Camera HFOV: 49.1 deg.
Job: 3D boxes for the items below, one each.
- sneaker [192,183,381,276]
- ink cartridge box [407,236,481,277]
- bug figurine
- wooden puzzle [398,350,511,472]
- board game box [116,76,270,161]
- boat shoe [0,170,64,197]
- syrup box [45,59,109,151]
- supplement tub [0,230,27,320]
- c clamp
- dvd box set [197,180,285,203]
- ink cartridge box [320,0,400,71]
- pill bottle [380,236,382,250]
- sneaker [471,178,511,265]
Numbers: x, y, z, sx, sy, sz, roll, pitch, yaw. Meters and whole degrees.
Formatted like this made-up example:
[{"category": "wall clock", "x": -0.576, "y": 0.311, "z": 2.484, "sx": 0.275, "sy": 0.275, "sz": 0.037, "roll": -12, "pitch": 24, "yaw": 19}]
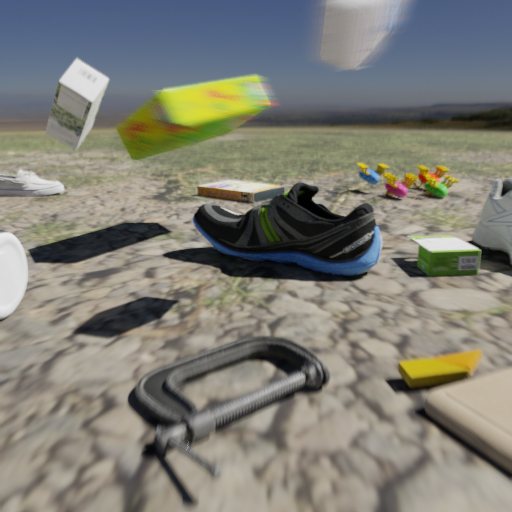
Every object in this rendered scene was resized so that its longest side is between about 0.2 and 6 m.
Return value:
[{"category": "sneaker", "x": 0.498, "y": -0.599, "z": 9.775, "sx": 3.459, "sy": 1.433, "sz": 1.226, "roll": 9, "pitch": 17, "yaw": 27}, {"category": "ink cartridge box", "x": 3.182, "y": -0.029, "z": 9.628, "sx": 0.853, "sy": 0.437, "sz": 1.154, "roll": -2, "pitch": 15, "yaw": -4}, {"category": "bug figurine", "x": 4.462, "y": -2.193, "z": 16.555, "sx": 2.886, "sy": 0.743, "sz": 2.238, "roll": 1, "pitch": 22, "yaw": -12}, {"category": "wooden puzzle", "x": 2.473, "y": 1.428, "z": 4.979, "sx": 1.586, "sy": 0.275, "sz": 2.351, "roll": -10, "pitch": 18, "yaw": -17}, {"category": "board game box", "x": -1.154, "y": -2.772, "z": 11.088, "sx": 1.480, "sy": 0.694, "sz": 2.913, "roll": -24, "pitch": 5, "yaw": 40}, {"category": "boat shoe", "x": -6.782, "y": -2.152, "z": 16.396, "sx": 2.204, "sy": 0.724, "sz": 0.793, "roll": 1, "pitch": 16, "yaw": 3}, {"category": "syrup box", "x": -3.398, "y": -2.794, "z": 10.561, "sx": 0.666, "sy": 0.689, "sz": 1.692, "roll": 30, "pitch": -32, "yaw": -14}, {"category": "supplement tub", "x": -4.202, "y": 0.223, "z": 7.372, "sx": 1.972, "sy": 1.208, "sz": 1.208, "roll": 2, "pitch": 16, "yaw": 7}, {"category": "c clamp", "x": -0.146, "y": 1.305, "z": 5.421, "sx": 2.226, "sy": 0.302, "sz": 1.902, "roll": -17, "pitch": 18, "yaw": -41}, {"category": "dvd box set", "x": -0.437, "y": -1.893, "z": 16.270, "sx": 2.089, "sy": 0.307, "sz": 1.528, "roll": 11, "pitch": 20, "yaw": 35}, {"category": "ink cartridge box", "x": 1.355, "y": -3.076, "z": 7.065, "sx": 0.516, "sy": 0.887, "sz": 1.226, "roll": 28, "pitch": 60, "yaw": 19}, {"category": "pill bottle", "x": 1.736, "y": -0.321, "z": 10.250, "sx": 0.649, "sy": 0.649, "sz": 1.166, "roll": -10, "pitch": 18, "yaw": -30}, {"category": "sneaker", "x": 4.817, "y": -0.535, "z": 9.665, "sx": 1.196, "sy": 1.399, "sz": 3.211, "roll": -3, "pitch": 18, "yaw": -12}]
